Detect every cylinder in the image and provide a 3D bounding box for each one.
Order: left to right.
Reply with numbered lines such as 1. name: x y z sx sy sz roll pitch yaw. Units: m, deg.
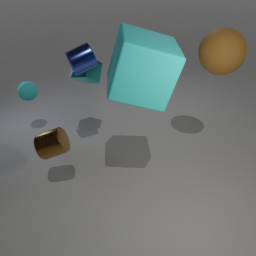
1. cylinder: -1.998 0.409 7.409 0.700 0.700 0.700 -19 29 9
2. cylinder: -1.327 -1.966 8.004 0.700 0.700 0.700 -28 36 -7

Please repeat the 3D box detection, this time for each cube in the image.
1. cube: -1.360 -1.894 9.219 0.700 0.700 0.700 5 -5 34
2. cube: 0.336 -1.435 6.627 1.400 1.400 1.400 11 35 -12

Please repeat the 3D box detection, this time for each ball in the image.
1. ball: -3.631 -1.331 10.138 0.700 0.700 0.700 0 30 0
2. ball: 2.852 -2.307 8.492 1.400 1.400 1.400 0 30 0
